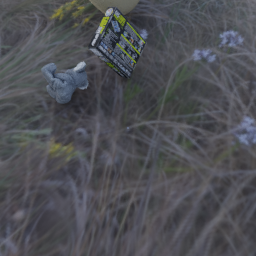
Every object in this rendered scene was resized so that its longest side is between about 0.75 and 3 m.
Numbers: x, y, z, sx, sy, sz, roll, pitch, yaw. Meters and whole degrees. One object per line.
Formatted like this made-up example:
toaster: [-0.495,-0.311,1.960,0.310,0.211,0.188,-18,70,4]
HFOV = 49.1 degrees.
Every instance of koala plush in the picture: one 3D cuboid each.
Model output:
koala plush: [-1.942,-1.576,9.433,1.377,1.221,1.266,-31,57,-25]

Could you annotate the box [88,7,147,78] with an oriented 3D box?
box: [-0.304,-2.883,9.690,0.435,1.965,1.574,18,80,40]

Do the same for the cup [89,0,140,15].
cup: [-0.943,-6.185,11.209,2.047,2.862,2.862,-2,40,-50]
